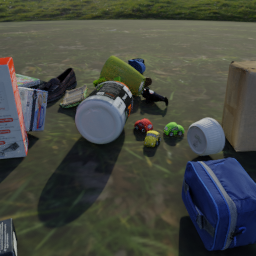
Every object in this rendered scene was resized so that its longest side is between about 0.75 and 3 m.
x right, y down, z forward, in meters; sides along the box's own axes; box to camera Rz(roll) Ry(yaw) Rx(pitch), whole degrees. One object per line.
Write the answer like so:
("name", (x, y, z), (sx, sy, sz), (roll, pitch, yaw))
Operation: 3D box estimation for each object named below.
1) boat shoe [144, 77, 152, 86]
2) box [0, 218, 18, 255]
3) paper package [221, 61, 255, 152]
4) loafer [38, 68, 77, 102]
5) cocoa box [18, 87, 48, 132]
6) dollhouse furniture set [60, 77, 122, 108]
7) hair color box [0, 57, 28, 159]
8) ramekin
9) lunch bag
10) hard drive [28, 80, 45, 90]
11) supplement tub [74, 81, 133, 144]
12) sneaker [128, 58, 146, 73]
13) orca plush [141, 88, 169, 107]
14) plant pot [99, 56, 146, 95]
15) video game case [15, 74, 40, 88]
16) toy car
("boat shoe", (0.341, -2.227, 13.454), (1.577, 0.582, 0.583), (5, 13, -4))
("box", (-2.383, 2.064, 4.562), (1.051, 0.563, 0.780), (-10, 28, -19))
("paper package", (4.030, -0.657, 8.037), (2.279, 2.391, 1.237), (-2, 26, -3))
("loafer", (-3.188, -1.952, 12.365), (1.008, 0.883, 2.805), (12, 29, 17))
("cocoa box", (-3.163, -0.583, 8.738), (0.872, 1.308, 0.858), (11, 6, 28))
("dollhouse furniture set", (-1.362, -1.221, 11.491), (2.581, 0.996, 1.290), (-17, 32, 8))
("hair color box", (-3.585, -0.448, 7.350), (1.446, 2.608, 0.834), (-6, 27, -11))
("ramekin", (2.068, 0.269, 7.616), (0.537, 1.023, 1.023), (-14, 30, -26))
("lunch bag", (1.669, 1.416, 5.212), (1.131, 1.161, 1.709), (-5, 28, -8))
("hard drive", (-5.207, -1.722, 12.428), (1.863, 0.439, 2.670), (16, 30, 30))
("supplement tub", (-0.654, -0.634, 9.037), (1.475, 1.475, 2.408), (5, 27, 10))
("sneaker", (0.688, -3.646, 16.059), (0.790, 0.711, 2.027), (-16, 28, -15))
("orca plush", (1.005, -1.163, 11.506), (1.495, 0.532, 0.787), (32, -5, 32))
("plant pot", (-0.163, -2.114, 12.298), (1.704, 1.594, 1.594), (24, 32, 13))
("video game case", (-5.390, -1.944, 12.076), (2.320, 0.256, 2.112), (17, 31, 31))
("toy car", (1.070, 0.034, 8.941), (1.512, 0.358, 1.607), (-6, 27, -11))
